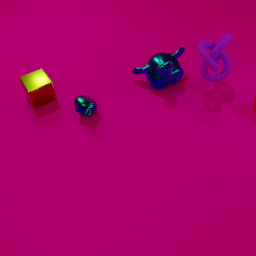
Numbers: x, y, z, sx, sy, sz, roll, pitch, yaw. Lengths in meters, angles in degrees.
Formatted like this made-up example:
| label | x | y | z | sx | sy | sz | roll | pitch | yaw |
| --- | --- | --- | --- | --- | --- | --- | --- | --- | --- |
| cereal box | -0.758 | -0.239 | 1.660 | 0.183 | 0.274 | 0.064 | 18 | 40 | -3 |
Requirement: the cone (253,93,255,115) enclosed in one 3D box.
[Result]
| label | x | y | z | sx | sy | sz | roll | pitch | yaw |
| --- | --- | --- | --- | --- | --- | --- | --- | --- | --- |
| cone | 4.475 | -0.801 | 7.625 | 1.633 | 1.633 | 1.639 | 34 | 33 | 24 |

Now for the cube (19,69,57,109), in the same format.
| label | x | y | z | sx | sy | sz | roll | pitch | yaw |
| --- | --- | --- | --- | --- | --- | --- | --- | --- | --- |
| cube | -2.529 | -1.104 | 7.908 | 0.701 | 0.701 | 0.701 | -28 | 58 | -20 |

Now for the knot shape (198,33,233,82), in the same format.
| label | x | y | z | sx | sy | sz | roll | pitch | yaw |
| --- | --- | --- | --- | --- | --- | --- | --- | --- | --- |
| knot shape | 2.439 | -1.874 | 7.787 | 0.638 | 1.293 | 1.381 | 23 | 49 | 40 |

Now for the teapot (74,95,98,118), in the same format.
| label | x | y | z | sx | sy | sz | roll | pitch | yaw |
| --- | --- | --- | --- | --- | --- | --- | --- | --- | --- |
| teapot | -1.187 | -0.590 | 7.608 | 0.654 | 0.515 | 1.052 | 14 | 24 | -33 |

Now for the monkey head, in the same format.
| label | x | y | z | sx | sy | sz | roll | pitch | yaw |
| --- | --- | --- | --- | --- | --- | --- | --- | --- | --- |
| monkey head | 0.982 | -1.794 | 8.111 | 1.724 | 1.240 | 1.039 | -24 | 69 | 4 |
